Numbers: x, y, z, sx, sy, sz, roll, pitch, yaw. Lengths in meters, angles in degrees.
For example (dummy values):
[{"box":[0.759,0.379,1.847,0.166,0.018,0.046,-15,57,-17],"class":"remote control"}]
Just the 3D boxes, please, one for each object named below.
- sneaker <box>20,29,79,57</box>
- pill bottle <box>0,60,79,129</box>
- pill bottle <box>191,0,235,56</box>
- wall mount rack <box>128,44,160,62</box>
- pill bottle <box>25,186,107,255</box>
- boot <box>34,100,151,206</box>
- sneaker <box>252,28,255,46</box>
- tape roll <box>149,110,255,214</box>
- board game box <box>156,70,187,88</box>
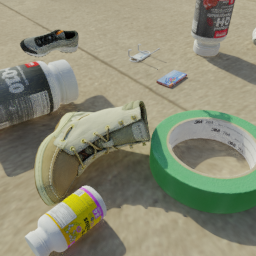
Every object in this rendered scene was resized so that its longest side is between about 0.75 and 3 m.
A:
[{"box":[-2.384,-2.703,8.630,1.866,0.740,0.690,-18,71,-30],"class":"sneaker"},{"box":[-2.816,-0.991,7.737,2.607,1.485,1.485,-23,43,-26],"class":"pill bottle"},{"box":[3.273,-4.220,10.970,1.426,2.576,1.426,0,41,0],"class":"pill bottle"},{"box":[0.630,-2.989,11.174,1.047,0.449,1.205,24,45,27],"class":"wall mount rack"},{"box":[-1.082,1.673,4.956,0.707,0.707,1.356,31,48,33],"class":"pill bottle"},{"box":[-0.619,0.356,6.017,2.154,1.004,2.785,-11,32,14],"class":"boot"},{"box":[6.478,-3.548,11.611,2.655,1.034,1.319,12,45,29],"class":"sneaker"},{"box":[1.872,0.605,6.374,2.751,0.661,2.751,0,38,0],"class":"tape roll"},{"box":[1.548,-1.742,9.844,0.565,0.107,1.097,27,45,32],"class":"board game box"}]
